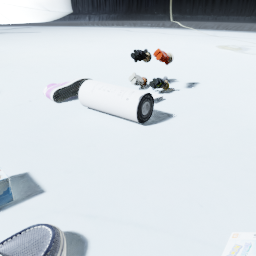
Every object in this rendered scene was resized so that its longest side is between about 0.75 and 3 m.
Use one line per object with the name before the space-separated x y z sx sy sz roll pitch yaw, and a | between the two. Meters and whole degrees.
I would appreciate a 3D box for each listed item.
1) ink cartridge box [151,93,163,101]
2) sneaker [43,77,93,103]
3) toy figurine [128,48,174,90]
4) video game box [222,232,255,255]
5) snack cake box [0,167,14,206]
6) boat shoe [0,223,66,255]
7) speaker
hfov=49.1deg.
ink cartridge box | 0.879 -1.154 10.683 0.623 0.193 0.768 22 31 38
sneaker | -2.392 -1.645 11.166 2.032 0.736 1.158 -21 29 -37
toy figurine | 0.975 -2.463 11.778 1.731 1.704 1.204 10 10 34
video game box | 1.657 1.850 3.206 1.430 0.367 1.570 -25 10 46
snack cake box | -3.191 1.250 5.179 1.746 0.587 1.004 -21 31 -36
boat shoe | -1.733 1.796 3.150 1.076 1.336 2.881 10 28 20
speaker | -0.442 -0.927 9.272 2.504 1.017 1.017 17 30 33
